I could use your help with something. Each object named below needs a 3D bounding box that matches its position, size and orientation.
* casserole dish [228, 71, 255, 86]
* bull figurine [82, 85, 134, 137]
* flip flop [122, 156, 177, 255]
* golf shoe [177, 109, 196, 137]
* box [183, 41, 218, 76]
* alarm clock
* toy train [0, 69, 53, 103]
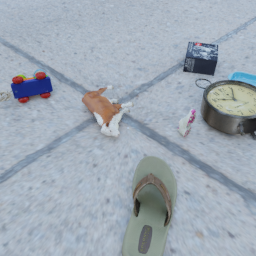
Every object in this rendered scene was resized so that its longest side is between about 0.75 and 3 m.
[{"bbox_3d":[4.671,-1.592,10.537,1.864,0.362,1.129,20,47,21],"label":"casserole dish"},{"bbox_3d":[-0.662,-0.620,9.230,1.351,0.725,2.226,-22,48,-25],"label":"bull figurine"},{"bbox_3d":[0.520,1.763,6.553,1.185,0.841,2.921,10,44,10],"label":"flip flop"},{"bbox_3d":[1.758,-0.195,8.547,0.370,0.983,0.450,-22,48,-40],"label":"golf shoe"},{"bbox_3d":[3.048,-2.924,11.691,1.276,0.729,1.401,10,44,9],"label":"box"},{"bbox_3d":[3.267,-0.844,9.262,2.023,0.998,2.999,-20,48,-19],"label":"alarm clock"},{"bbox_3d":[-3.952,-1.562,10.176,2.217,0.938,1.283,-14,34,-15],"label":"toy train"}]
